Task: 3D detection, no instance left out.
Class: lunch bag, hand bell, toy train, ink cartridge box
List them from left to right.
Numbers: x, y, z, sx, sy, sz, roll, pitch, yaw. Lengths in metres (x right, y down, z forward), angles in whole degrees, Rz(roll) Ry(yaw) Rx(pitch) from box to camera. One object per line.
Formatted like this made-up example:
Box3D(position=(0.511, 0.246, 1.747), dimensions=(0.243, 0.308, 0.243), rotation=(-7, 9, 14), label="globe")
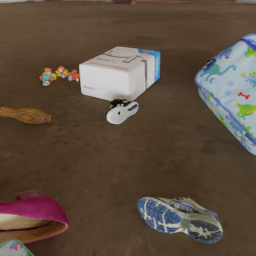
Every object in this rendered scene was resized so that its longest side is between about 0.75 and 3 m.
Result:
Box3D(position=(-1.933, 2.326, 4.055), dimensions=(1.087, 0.523, 1.356), rotation=(21, 36, 36), label="lunch bag")
Box3D(position=(-3.846, -0.531, 8.585), dimensions=(2.907, 1.514, 1.514), rotation=(9, 29, -9), label="hand bell")
Box3D(position=(-2.931, -2.322, 12.083), dimensions=(1.708, 0.475, 1.283), rotation=(-16, 33, -26), label="toy train")
Box3D(position=(-0.226, -2.222, 11.151), dimensions=(2.132, 1.231, 2.921), rotation=(14, 33, 23), label="ink cartridge box")
Box3D(position=(3.446, -0.985, 7.449), dimensions=(2.382, 1.222, 2.963), rotation=(-35, 60, 4), label="lunch bag")

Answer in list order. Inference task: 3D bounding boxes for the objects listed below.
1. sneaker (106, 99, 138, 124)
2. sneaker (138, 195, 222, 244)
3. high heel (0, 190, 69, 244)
Box3D(position=(-0.407, -0.561, 9.082), dimensions=(0.837, 0.546, 1.495), rotation=(17, 26, 33), label="sneaker")
Box3D(position=(0.964, 1.629, 5.322), dimensions=(1.591, 0.613, 0.678), rotation=(18, 24, 14), label="sneaker")
Box3D(position=(-2.383, 1.737, 4.559), dimensions=(2.711, 0.914, 1.303), rotation=(-20, 23, -35), label="high heel")
